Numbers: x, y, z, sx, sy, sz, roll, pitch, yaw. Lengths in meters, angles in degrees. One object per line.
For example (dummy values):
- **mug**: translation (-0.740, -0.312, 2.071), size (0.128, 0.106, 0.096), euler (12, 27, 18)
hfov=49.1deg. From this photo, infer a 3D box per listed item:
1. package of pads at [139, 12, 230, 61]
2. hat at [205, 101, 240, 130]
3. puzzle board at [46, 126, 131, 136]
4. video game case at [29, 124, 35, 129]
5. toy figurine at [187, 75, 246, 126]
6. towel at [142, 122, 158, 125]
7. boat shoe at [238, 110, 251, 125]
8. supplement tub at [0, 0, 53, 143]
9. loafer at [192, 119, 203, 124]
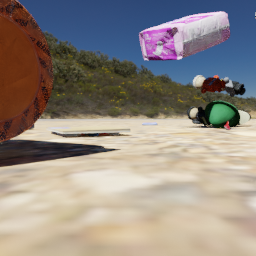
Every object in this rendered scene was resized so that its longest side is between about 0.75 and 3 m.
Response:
- **package of pads**: translation (1.578, -2.499, 7.574), size (2.307, 0.873, 1.390), euler (-29, 26, -35)
- **hat**: translation (2.405, -0.058, 7.575), size (1.001, 1.063, 1.208), euler (15, -35, 28)
- **puzzle board**: translation (-0.787, 0.057, 5.121), size (1.148, 0.133, 1.524), euler (-2, 2, -26)
- **video game case**: translation (-3.639, -0.061, 6.875), size (1.951, 0.215, 1.776), euler (2, 3, 34)
- **toy figurine**: translation (3.113, -0.971, 10.027), size (1.767, 1.795, 1.249), euler (-2, 16, -33)
- **towel**: translation (0.886, -0.173, 11.390), size (0.622, 0.103, 0.860), euler (-1, 2, 3)
- **boat shoe**: translation (4.524, -0.455, 11.897), size (0.525, 0.613, 1.676), euler (-10, 2, -28)
- **supplement tub**: translation (-1.681, -0.421, 2.321), size (2.077, 1.273, 1.273), euler (1, 2, 36)
- **loafer**: translation (3.515, -0.478, 12.208), size (0.618, 0.639, 1.819), euler (-1, 3, -34)
